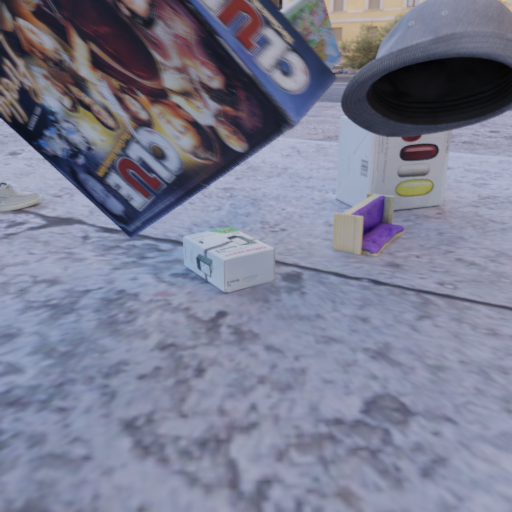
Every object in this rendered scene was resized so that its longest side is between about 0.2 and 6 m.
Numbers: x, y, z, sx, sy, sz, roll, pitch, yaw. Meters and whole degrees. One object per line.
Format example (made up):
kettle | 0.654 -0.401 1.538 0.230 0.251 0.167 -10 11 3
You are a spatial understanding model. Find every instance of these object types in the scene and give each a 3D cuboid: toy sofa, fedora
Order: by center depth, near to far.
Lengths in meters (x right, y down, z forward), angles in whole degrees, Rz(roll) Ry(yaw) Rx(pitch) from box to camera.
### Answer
fedora | 2.424 -2.599 7.508 2.242 1.144 2.535 16 -17 -40
toy sofa | 2.034 -0.583 9.888 0.799 0.678 1.638 12 24 30

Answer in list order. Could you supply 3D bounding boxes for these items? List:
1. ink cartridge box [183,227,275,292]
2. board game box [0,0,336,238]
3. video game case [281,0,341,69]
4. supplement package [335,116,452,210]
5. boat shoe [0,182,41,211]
ink cartridge box | -0.416 0.025 8.516 0.916 0.528 1.255 -14 25 -32
board game box | -1.456 -1.761 5.729 0.706 2.765 4.081 -53 16 -28
video game case | 0.801 -3.721 9.933 0.175 1.448 1.590 22 58 44
supplement package | 2.899 -2.030 11.991 1.921 1.837 1.413 -8 23 -19
boat shoe | -5.374 -1.266 11.799 1.580 0.563 0.551 -12 24 -28
